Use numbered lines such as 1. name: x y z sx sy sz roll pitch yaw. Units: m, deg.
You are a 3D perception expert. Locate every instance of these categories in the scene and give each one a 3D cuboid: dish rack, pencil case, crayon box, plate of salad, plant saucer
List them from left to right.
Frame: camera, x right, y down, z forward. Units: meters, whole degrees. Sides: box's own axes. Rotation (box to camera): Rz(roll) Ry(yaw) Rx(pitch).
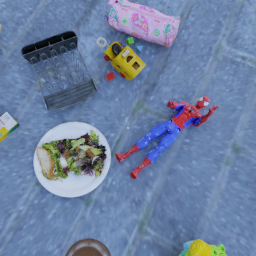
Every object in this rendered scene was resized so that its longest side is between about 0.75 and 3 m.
1. crayon box: -3.370 0.015 7.479 0.502 0.206 0.798 41 75 18
2. dish rack: -1.849 -1.549 7.736 1.636 0.582 2.133 -23 68 -7
3. plate of salad: -1.415 0.726 7.032 1.958 0.470 1.958 0 70 0
4. plant saucer: -0.919 3.110 6.337 1.138 0.208 1.138 0 70 -1
5. pencil case: 0.418 -3.044 8.010 2.080 0.909 0.909 25 72 14

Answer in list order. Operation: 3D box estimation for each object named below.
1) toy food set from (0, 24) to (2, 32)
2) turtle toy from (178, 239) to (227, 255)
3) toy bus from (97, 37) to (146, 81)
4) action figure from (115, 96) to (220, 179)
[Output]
1. toy food set: -4.749 -2.410 8.222 2.151 0.432 1.485 1 63 6
2. turtle toy: 1.344 3.282 5.798 1.534 1.064 2.105 42 77 -11
3. toy bus: -0.129 -1.934 7.667 1.299 0.671 1.226 -4 92 -19
4. action figure: 1.051 -0.032 6.857 2.879 1.425 0.939 -38 75 -15
